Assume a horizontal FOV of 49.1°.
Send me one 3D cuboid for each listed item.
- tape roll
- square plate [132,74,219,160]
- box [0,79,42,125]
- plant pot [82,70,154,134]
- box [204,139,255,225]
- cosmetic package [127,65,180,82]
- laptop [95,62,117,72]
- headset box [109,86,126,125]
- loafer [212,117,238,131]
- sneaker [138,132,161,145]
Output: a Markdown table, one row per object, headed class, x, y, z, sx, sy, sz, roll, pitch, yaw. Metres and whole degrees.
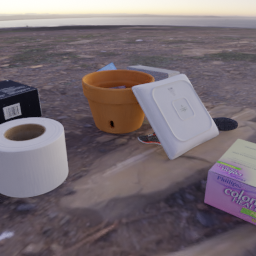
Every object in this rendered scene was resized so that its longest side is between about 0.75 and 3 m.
| class | x | y | z | sx | sy | sz | roll | pitch | yaw |
| --- | --- | --- | --- | --- | --- | --- | --- | --- | --- |
| tape roll | -2.730 | 0.726 | 7.740 | 2.047 | 1.405 | 2.047 | 1 | 25 | 0 |
| square plate | 1.779 | -0.588 | 9.626 | 2.723 | 2.697 | 0.387 | -21 | -11 | -37 |
| box | -5.207 | -0.930 | 11.307 | 2.240 | 1.281 | 2.460 | 20 | 32 | 35 |
| plant pot | -0.367 | -1.023 | 10.810 | 2.706 | 1.894 | 2.706 | 0 | 26 | 0 |
| box | 3.220 | 1.315 | 6.975 | 1.824 | 1.003 | 2.074 | 18 | 30 | 34 |
| cosmetic package | 1.293 | -2.641 | 14.961 | 2.597 | 1.171 | 1.387 | 21 | 24 | 33 |
| laptop | -0.047 | -2.196 | 13.773 | 2.501 | 1.449 | 2.342 | 8 | 28 | 17 |
| headset box | -0.430 | -0.978 | 11.028 | 1.138 | 0.575 | 1.532 | -13 | 61 | -25 |
| loafer | 3.388 | -0.219 | 10.749 | 1.533 | 0.551 | 0.483 | 1 | 22 | 8 |
| sneaker | 0.871 | 0.293 | 9.754 | 1.069 | 0.438 | 0.412 | 6 | 26 | 13 |
